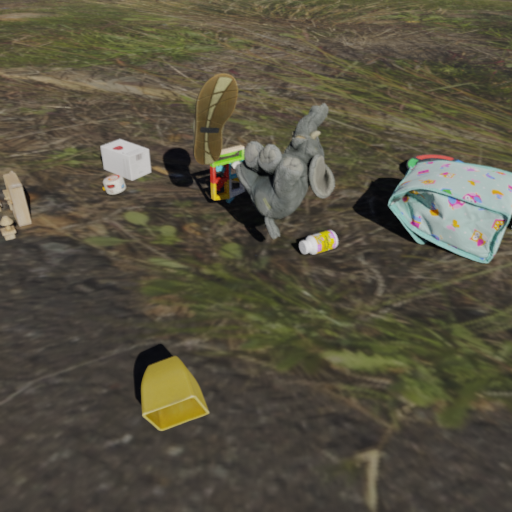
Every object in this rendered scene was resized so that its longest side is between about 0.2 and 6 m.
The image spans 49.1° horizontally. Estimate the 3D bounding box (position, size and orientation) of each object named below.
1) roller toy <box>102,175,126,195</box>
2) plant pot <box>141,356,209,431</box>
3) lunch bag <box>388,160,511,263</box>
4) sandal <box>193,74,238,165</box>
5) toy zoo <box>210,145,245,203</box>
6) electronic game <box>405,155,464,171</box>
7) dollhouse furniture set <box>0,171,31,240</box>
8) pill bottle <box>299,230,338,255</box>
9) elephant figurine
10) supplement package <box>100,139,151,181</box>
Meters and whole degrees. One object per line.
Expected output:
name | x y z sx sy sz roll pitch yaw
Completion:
roller toy | -3.612 -1.797 14.273 0.558 0.390 0.509 -28 34 -24
plant pot | -1.181 1.870 7.842 0.750 0.745 0.767 -19 55 0
lunch bag | 4.293 -1.172 12.313 2.477 1.510 2.110 21 39 20
sandal | -0.923 -2.807 11.434 0.787 1.960 0.529 2 38 -18
toy zoo | -0.677 -1.885 13.371 0.903 1.376 0.141 -20 36 -30
electronic game | 4.930 -2.350 15.148 1.730 0.360 1.730 0 33 0
dollhouse furniture set | -6.350 -1.076 12.547 2.178 1.063 1.857 -17 36 -25
pill bottle | 1.306 -0.265 11.824 0.777 0.405 0.405 -17 37 -24
elephant figurine | 0.902 -1.863 11.846 1.706 1.870 2.411 47 45 16
supplement package | -3.553 -2.631 15.262 1.184 0.709 0.718 23 39 31
